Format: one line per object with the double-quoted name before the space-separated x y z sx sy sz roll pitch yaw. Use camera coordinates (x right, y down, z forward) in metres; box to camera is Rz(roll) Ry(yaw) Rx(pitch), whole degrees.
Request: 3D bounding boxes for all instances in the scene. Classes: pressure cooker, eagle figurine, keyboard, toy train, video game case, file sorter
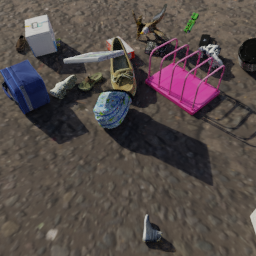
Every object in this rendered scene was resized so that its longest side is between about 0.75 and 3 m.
"pressure cooker" 5.775 -3.318 12.982 1.315 1.472 1.295 16 84 25
"eagle figurine" 1.332 -5.112 14.227 2.363 1.793 1.783 11 72 42
"keyboard" 4.228 -4.633 14.930 0.772 0.125 1.215 11 52 18
"toy train" 2.348 -3.860 10.338 0.243 0.180 0.862 28 88 22
"video game case" -1.256 -2.652 10.424 1.702 0.199 1.547 7 25 33
"file sorter" 2.408 -2.323 11.936 1.913 1.727 2.753 -35 58 -26

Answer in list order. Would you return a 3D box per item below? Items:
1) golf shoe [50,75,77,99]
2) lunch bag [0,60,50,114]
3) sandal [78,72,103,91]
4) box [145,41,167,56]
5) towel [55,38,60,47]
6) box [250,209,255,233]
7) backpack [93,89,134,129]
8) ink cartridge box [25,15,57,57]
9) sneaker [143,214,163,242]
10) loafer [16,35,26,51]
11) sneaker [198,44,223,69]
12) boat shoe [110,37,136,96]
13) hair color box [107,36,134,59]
"golf shoe" -2.863 -1.929 12.402 0.707 0.569 1.453 20 51 23
"lunch bag" -4.384 -1.726 11.608 1.411 1.449 2.132 -29 56 -22
"sandal" -1.728 -2.175 12.668 0.574 0.413 1.446 27 55 21
"box" 1.426 -4.086 14.398 1.012 0.220 0.810 11 51 9
"towel" -3.861 -4.507 14.842 0.546 0.087 0.760 -3 50 -2
"box" 4.420 3.170 7.845 1.176 0.921 1.890 -2 50 -1
"backpack" -0.663 -0.770 11.052 1.394 1.314 1.709 5 64 23
"ink cartridge box" -4.405 -4.682 14.189 1.199 1.204 1.642 -16 51 -4
"sneaker" 0.752 2.999 8.364 0.571 0.300 0.790 -2 59 12
"loafer" -5.625 -4.435 14.567 0.424 0.412 1.160 -3 50 -3
"sneaker" 4.312 -3.604 13.698 1.071 0.657 1.645 -28 45 -11
"boat shoe" -0.295 -2.691 12.503 1.090 0.940 2.988 -8 61 4
"hair color box" -0.392 -3.991 14.160 0.768 0.464 1.514 -25 55 -19
